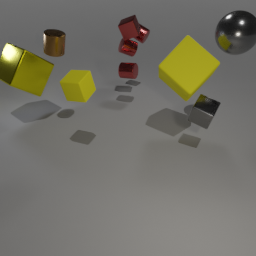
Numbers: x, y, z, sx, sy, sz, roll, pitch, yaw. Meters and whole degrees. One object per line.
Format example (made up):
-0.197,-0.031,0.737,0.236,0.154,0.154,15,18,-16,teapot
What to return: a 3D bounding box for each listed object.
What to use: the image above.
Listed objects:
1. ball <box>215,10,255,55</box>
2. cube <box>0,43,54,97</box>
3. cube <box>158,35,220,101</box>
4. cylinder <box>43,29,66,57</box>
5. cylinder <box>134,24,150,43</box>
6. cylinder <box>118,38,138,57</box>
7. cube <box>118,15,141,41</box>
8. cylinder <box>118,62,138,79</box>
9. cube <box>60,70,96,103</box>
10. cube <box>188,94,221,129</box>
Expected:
3.607,-3.143,9.280,1.400,1.400,1.400,0,29,0,ball
-3.997,-2.225,10.773,1.400,1.400,1.400,27,4,36,cube
2.004,-1.963,9.522,1.400,1.400,1.400,44,2,7,cube
-2.456,-2.841,9.356,0.700,0.700,0.700,9,36,-6,cylinder
0.573,-4.481,13.234,0.700,0.700,0.700,34,36,6,cylinder
0.001,-3.743,12.968,0.700,0.700,0.700,14,24,-22,cylinder
0.074,-4.306,12.018,0.700,0.700,0.700,-12,37,23,cube
0.021,-2.550,12.455,0.700,0.700,0.700,8,30,22,cylinder
-1.494,-1.266,8.428,0.700,0.700,0.700,7,44,24,cube
2.467,-0.531,9.099,0.700,0.700,0.700,27,56,15,cube
